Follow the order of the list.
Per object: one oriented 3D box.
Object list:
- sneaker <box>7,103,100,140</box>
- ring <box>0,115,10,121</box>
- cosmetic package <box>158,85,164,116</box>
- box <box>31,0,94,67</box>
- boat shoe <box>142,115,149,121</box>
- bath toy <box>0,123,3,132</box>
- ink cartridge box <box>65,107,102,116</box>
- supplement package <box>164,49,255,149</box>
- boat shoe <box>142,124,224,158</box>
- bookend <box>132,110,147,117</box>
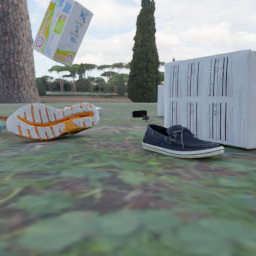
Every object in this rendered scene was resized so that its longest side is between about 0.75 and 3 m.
[{"bbox_3d":[-1.915,-0.094,7.273,2.338,0.915,0.903,-5,-13,-34],"label":"sneaker"},{"bbox_3d":[-3.432,-0.325,9.223,2.818,0.270,2.818,6,-2,0],"label":"ring"},{"bbox_3d":[2.549,-1.453,14.989,1.687,1.682,1.037,4,7,33],"label":"cosmetic package"},{"bbox_3d":[-1.384,-2.042,5.918,0.704,1.251,0.634,30,10,26],"label":"box"},{"bbox_3d":[0.785,-0.454,12.593,0.307,0.263,0.840,0,8,-2],"label":"boat shoe"},{"bbox_3d":[-4.087,-0.035,8.060,0.500,0.425,1.150,0,7,2],"label":"bath toy"},{"bbox_3d":[-2.652,-0.958,16.253,2.064,0.449,1.791,-1,6,-12],"label":"ink cartridge box"},{"bbox_3d":[2.712,-0.730,7.075,2.590,1.992,2.709,-4,7,-29],"label":"supplement package"},{"bbox_3d":[0.949,0.222,5.233,0.650,0.543,1.743,-3,8,-41],"label":"boat shoe"},{"bbox_3d":[0.515,-0.771,14.959,0.767,0.355,0.772,-2,6,-21],"label":"bookend"}]
